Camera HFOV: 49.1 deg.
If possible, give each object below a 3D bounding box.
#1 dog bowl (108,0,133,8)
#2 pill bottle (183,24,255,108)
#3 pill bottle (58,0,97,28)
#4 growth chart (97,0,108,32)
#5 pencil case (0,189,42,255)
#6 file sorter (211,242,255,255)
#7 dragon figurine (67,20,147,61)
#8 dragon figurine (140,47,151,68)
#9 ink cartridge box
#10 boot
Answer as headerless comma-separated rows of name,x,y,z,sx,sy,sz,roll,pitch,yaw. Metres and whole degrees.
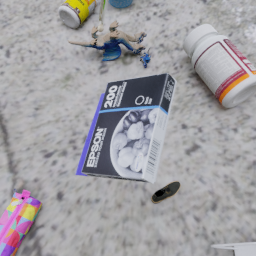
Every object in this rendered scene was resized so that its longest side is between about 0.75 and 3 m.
dog bowl,-0.305,-5.647,11.137,1.192,0.530,2.139,-1,64,0
pill bottle,2.903,-1.993,8.846,1.388,1.388,2.534,-25,66,-12
pill bottle,-1.761,-4.564,10.387,0.908,0.908,1.661,27,67,13
growth chart,-0.501,-3.646,6.780,0.220,2.478,1.793,9,63,-7
pencil case,-2.907,2.522,6.928,0.862,0.862,1.951,19,67,9
file sorter,2.726,3.532,5.801,1.338,1.491,2.149,19,58,-34
dragon figurine,-0.673,-2.840,9.601,2.648,1.317,0.779,-14,65,15
dragon figurine,0.669,-2.416,9.704,0.395,0.234,0.795,32,69,15
ink cartridge box,-0.143,-0.008,3.974,1.496,0.325,1.482,-3,63,40
boot,1.062,1.667,7.459,0.929,0.642,0.360,-33,68,-16
